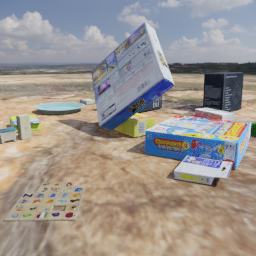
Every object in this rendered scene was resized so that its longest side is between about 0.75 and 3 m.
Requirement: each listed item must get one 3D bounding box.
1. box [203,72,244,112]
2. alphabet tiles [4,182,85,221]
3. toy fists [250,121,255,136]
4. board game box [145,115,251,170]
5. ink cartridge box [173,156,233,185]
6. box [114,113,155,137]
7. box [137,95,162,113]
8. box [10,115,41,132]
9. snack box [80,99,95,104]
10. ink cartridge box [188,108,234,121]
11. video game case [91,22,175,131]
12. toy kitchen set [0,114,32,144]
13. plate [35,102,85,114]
[{"bbox_3d":[4.716,-1.795,13.851,1.895,1.863,1.175,-11,18,-41],"label":"box"},{"bbox_3d":[-1.421,1.308,5.151,1.153,0.052,1.380,-1,14,-1],"label":"alphabet tiles"},{"bbox_3d":[4.500,0.055,9.231,0.342,0.507,0.994,-12,18,-42],"label":"toy fists"},{"bbox_3d":[2.065,0.271,7.975,2.381,0.680,2.432,7,16,28],"label":"board game box"},{"bbox_3d":[1.702,0.941,6.244,1.096,0.258,1.083,9,15,25],"label":"ink cartridge box"},{"bbox_3d":[-0.101,-0.251,10.225,0.913,0.608,2.426,-8,16,-31],"label":"box"},{"bbox_3d":[0.548,-1.735,13.839,1.238,1.756,2.373,12,17,42],"label":"box"},{"bbox_3d":[-3.819,-0.167,10.417,0.925,0.361,1.516,-7,16,-28],"label":"box"},{"bbox_3d":[-2.357,-1.537,16.250,0.575,0.214,0.809,-10,17,-36],"label":"snack box"},{"bbox_3d":[3.433,-0.543,11.997,1.395,0.350,1.607,-6,15,-29],"label":"ink cartridge box"},{"bbox_3d":[-0.001,-1.684,9.401,2.825,2.560,0.642,-35,-38,31],"label":"video game case"},{"bbox_3d":[-3.974,-0.014,8.927,1.072,0.788,1.338,13,19,42],"label":"toy kitchen set"},{"bbox_3d":[-3.323,-0.958,13.756,2.384,0.305,2.384,1,13,0],"label":"plate"}]
